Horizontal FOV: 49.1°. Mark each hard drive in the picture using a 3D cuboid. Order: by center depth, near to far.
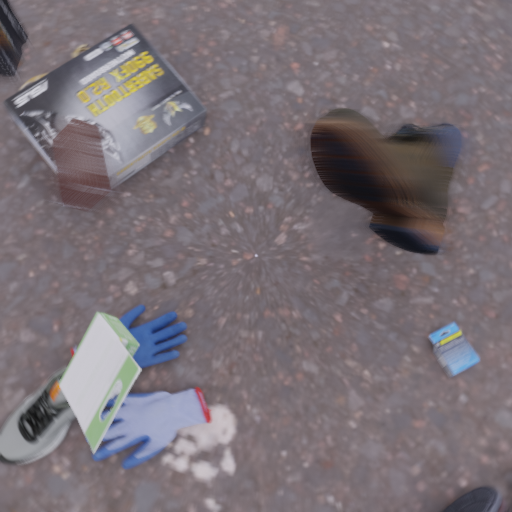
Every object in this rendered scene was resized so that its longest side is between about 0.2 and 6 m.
[{"bbox_3d":[-3.649,-3.210,7.766,0.229,1.210,0.845,3,68,7],"label":"hard drive"}]

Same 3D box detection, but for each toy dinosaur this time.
[{"bbox_3d":[-4.003,-4.000,12.378,2.405,0.700,1.216,13,65,3],"label":"toy dinosaur"}]

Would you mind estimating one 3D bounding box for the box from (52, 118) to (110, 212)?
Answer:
[{"bbox_3d":[-2.942,-1.524,9.400,0.696,0.521,1.389,-32,61,31],"label":"box"}]

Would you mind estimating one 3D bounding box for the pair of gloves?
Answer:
[{"bbox_3d":[-2.083,2.213,9.889,2.183,0.309,2.716,-18,65,-7],"label":"pair of gloves"}]

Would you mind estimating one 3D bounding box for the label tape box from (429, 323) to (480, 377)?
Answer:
[{"bbox_3d":[3.551,1.702,10.140,0.570,0.263,0.796,-25,67,-11],"label":"label tape box"}]

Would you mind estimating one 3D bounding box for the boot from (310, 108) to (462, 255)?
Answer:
[{"bbox_3d":[2.124,-1.577,8.645,1.427,3.820,1.851,15,76,38],"label":"boot"}]

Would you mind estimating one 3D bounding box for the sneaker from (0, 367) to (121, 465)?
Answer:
[{"bbox_3d":[-3.357,2.455,9.273,2.601,1.031,0.961,-40,72,1],"label":"sneaker"}]

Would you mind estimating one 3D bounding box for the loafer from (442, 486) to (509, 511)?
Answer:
[{"bbox_3d":[2.909,4.782,8.534,2.773,0.997,0.873,-43,92,-10],"label":"loafer"}]

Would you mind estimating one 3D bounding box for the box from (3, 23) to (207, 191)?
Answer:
[{"bbox_3d":[-3.055,-2.941,11.615,3.211,0.776,2.543,-38,84,-15],"label":"box"}]

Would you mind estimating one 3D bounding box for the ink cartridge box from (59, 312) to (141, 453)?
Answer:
[{"bbox_3d":[-1.949,1.607,7.290,1.645,0.394,1.197,32,93,49],"label":"ink cartridge box"}]
